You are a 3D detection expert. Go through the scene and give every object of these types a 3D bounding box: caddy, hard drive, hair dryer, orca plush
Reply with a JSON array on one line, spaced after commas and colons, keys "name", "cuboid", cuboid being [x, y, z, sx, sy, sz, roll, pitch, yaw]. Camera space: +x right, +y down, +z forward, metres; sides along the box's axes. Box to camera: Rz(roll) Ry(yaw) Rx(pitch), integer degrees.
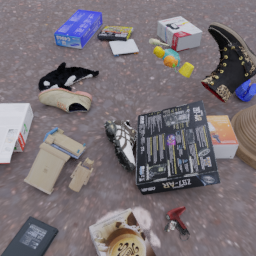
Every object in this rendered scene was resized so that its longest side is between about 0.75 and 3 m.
[{"name": "caddy", "cuboid": [4.416, -1.395, 10.495, 0.665, 0.494, 0.941, 39, 53, 3]}, {"name": "hard drive", "cuboid": [-2.336, 2.779, 6.574, 0.853, 0.201, 1.223, 18, 48, 17]}, {"name": "hair dryer", "cuboid": [1.265, 2.346, 7.054, 0.663, 0.237, 0.871, 26, 53, 0]}, {"name": "orca plush", "cuboid": [-2.334, -2.116, 10.919, 2.414, 0.858, 1.270, -9, 46, -8]}]

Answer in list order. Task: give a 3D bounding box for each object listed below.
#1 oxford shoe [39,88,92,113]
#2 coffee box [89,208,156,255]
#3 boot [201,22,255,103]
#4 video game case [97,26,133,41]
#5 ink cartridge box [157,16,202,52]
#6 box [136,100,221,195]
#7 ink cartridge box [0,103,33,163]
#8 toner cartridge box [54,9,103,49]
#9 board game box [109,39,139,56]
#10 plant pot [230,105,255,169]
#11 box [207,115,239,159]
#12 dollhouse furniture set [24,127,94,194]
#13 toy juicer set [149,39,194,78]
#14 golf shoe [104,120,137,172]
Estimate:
[{"name": "oxford shoe", "cuboid": [-2.256, -0.937, 9.909, 1.913, 0.677, 0.706, 1, 48, 2]}, {"name": "coffee box", "cuboid": [0.011, 2.888, 6.074, 1.077, 0.761, 1.906, -20, 49, -18]}, {"name": "boot", "cuboid": [3.076, -2.100, 9.165, 1.738, 2.309, 0.845, -48, 18, 6]}, {"name": "video game case", "cuboid": [-0.606, -4.691, 13.816, 1.498, 0.191, 1.354, 8, 41, 12]}, {"name": "ink cartridge box", "cuboid": [2.404, -4.506, 13.331, 1.347, 0.765, 1.848, -19, 49, -18]}, {"name": "box", "cuboid": [1.324, 0.486, 8.060, 2.125, 0.577, 2.652, -13, 44, 15]}, {"name": "ink cartridge box", "cuboid": [-3.946, 0.260, 8.762, 1.370, 0.633, 2.514, -1, 47, -1]}, {"name": "toner cartridge box", "cuboid": [-2.375, -4.953, 13.873, 1.358, 0.617, 2.859, 11, 46, 12]}, {"name": "board game box", "cuboid": [-0.196, -3.729, 13.004, 1.169, 0.151, 1.169, -10, 46, -9]}, {"name": "plant pot", "cuboid": [4.590, 0.027, 8.547, 2.745, 1.267, 2.745, 1, 45, -1]}, {"name": "box", "cuboid": [2.714, 0.271, 8.703, 0.964, 0.673, 1.265, -1, 45, -1]}, {"name": "dollhouse furniture set", "cuboid": [-1.837, 1.019, 8.190, 1.681, 1.162, 1.780, 29, 16, -2]}, {"name": "toy juicer set", "cuboid": [1.028, -1.998, 7.838, 1.065, 0.456, 1.674, 10, 34, -35]}, {"name": "golf shoe", "cuboid": [-0.029, 0.409, 8.508, 0.956, 0.787, 2.023, -15, 48, -14]}]
